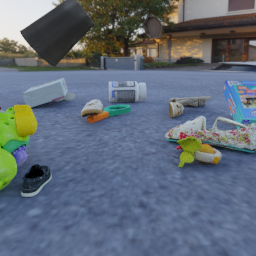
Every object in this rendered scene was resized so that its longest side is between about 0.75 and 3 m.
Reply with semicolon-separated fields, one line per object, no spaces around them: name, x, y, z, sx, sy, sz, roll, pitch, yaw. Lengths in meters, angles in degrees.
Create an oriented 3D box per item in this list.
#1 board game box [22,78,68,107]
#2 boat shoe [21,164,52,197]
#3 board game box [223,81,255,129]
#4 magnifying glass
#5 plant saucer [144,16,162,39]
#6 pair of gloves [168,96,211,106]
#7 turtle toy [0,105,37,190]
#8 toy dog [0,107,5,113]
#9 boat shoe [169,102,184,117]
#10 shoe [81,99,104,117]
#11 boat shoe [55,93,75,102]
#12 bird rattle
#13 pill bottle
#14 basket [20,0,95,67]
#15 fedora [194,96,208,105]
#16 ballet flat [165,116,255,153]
board game box;-4.518;-2.017;15.640;2.067;0.901;2.802;-17;17;-4
boat shoe;-1.985;1.009;6.069;0.474;0.421;1.269;1;15;6
board game box;5.074;-0.902;10.911;2.105;0.623;2.768;2;39;3
magnifying glass;-0.858;-0.706;12.745;1.193;0.336;2.996;4;17;27
plant saucer;1.101;-4.322;12.016;0.963;0.963;0.154;14;37;42
pair of gloves;3.108;-1.320;14.402;2.046;0.422;2.406;-2;1;7
turtle toy;-3.139;0.389;6.371;2.105;1.460;2.889;-6;17;-22
toy dog;-5.965;-0.694;12.399;1.008;0.486;0.665;-9;17;-31
boat shoe;2.207;-0.884;12.725;0.637;0.679;1.842;-2;12;7
shoe;-1.534;-0.876;11.874;0.871;0.665;2.492;-13;4;1
boat shoe;-3.806;-1.841;16.806;1.268;0.475;0.392;-19;15;-16
bird rattle;1.834;0.649;7.417;1.219;0.842;1.495;16;6;15
pill bottle;-0.039;-2.118;16.365;2.139;1.217;1.217;-1;15;-5
basket;-1.516;-2.215;6.322;1.363;0.927;1.229;-39;-16;6
fedora;4.030;-1.580;15.831;1.002;0.452;0.886;4;15;17
ballet flat;2.541;0.100;8.556;2.834;0.906;1.072;7;7;25
